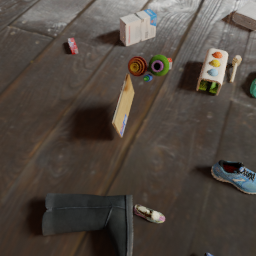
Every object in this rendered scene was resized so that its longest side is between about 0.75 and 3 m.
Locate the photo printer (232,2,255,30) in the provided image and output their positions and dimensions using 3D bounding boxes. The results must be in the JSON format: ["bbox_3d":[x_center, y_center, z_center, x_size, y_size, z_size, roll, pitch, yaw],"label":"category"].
[{"bbox_3d":[6.644,-5.991,14.819,1.495,0.624,1.797,37,61,25],"label":"photo printer"}]

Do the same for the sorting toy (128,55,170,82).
[{"bbox_3d":[0.603,-1.873,8.871,1.352,0.812,0.555,1,17,19],"label":"sorting toy"}]

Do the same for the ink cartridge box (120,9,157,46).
[{"bbox_3d":[0.479,-4.882,13.614,1.692,1.235,0.713,-23,56,-17],"label":"ink cartridge box"}]

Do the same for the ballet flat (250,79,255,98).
[{"bbox_3d":[5.770,-2.093,11.878,0.657,0.687,1.952,32,60,18],"label":"ballet flat"}]

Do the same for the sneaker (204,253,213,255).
[{"bbox_3d":[2.654,3.781,7.709,1.172,0.460,0.522,30,51,11],"label":"sneaker"}]

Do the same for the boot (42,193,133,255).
[{"bbox_3d":[-1.180,2.872,8.044,2.605,0.855,2.147,3,43,-3],"label":"boot"}]

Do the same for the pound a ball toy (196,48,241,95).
[{"bbox_3d":[3.982,-2.543,12.018,1.550,1.010,2.378,16,55,12],"label":"pound a ball toy"}]

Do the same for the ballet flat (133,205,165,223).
[{"bbox_3d":[0.635,2.614,8.574,1.032,0.367,0.357,18,56,13],"label":"ballet flat"}]

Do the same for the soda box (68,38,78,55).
[{"bbox_3d":[-2.662,-3.952,13.512,0.325,0.294,0.927,-15,54,-11],"label":"soda box"}]

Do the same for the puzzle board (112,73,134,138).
[{"bbox_3d":[-0.160,-0.762,9.842,0.164,1.418,1.881,11,71,13],"label":"puzzle board"}]

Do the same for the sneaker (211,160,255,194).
[{"bbox_3d":[3.672,1.544,9.086,1.818,0.818,0.713,17,55,12],"label":"sneaker"}]

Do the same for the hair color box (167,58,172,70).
[{"bbox_3d":[1.484,-2.828,12.567,0.917,0.465,0.281,-9,54,-7],"label":"hair color box"}]
